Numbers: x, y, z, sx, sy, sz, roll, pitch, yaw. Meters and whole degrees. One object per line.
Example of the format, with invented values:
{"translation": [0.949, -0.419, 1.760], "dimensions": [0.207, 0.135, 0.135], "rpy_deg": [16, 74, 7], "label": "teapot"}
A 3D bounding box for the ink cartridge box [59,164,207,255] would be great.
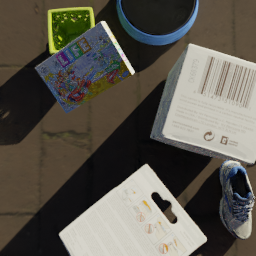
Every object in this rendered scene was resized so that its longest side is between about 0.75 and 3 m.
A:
{"translation": [0.037, 2.122, 5.459], "dimensions": [2.292, 0.575, 1.859], "rpy_deg": [-38, 64, -4], "label": "ink cartridge box"}

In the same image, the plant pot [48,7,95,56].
{"translation": [-1.601, -2.704, 8.411], "dimensions": [1.315, 1.193, 1.308], "rpy_deg": [-3, 88, 0], "label": "plant pot"}

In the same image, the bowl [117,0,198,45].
{"translation": [0.931, -3.960, 8.822], "dimensions": [2.608, 0.512, 2.608], "rpy_deg": [0, 87, 0], "label": "bowl"}

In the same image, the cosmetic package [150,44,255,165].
{"translation": [2.041, -0.480, 7.512], "dimensions": [2.246, 2.725, 2.248], "rpy_deg": [17, 87, 1], "label": "cosmetic package"}

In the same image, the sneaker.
{"translation": [3.216, 2.160, 8.241], "dimensions": [0.912, 1.008, 2.367], "rpy_deg": [-9, 88, 0], "label": "sneaker"}

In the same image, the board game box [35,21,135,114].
{"translation": [-0.823, -1.096, 5.294], "dimensions": [1.583, 0.271, 1.064], "rpy_deg": [-28, 104, 21], "label": "board game box"}
